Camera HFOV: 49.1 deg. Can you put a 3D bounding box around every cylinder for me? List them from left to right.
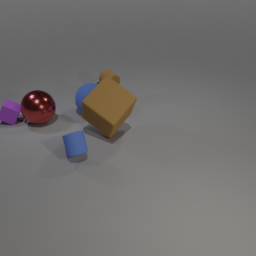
[{"bbox_3d":[-1.726,0.503,9.169,0.700,0.700,0.700,-13,5,1],"label":"cylinder"},{"bbox_3d":[-0.833,-2.201,12.677,0.700,0.700,0.700,-22,45,-34],"label":"cylinder"}]

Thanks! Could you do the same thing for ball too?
[{"bbox_3d":[-3.665,-0.849,11.464,1.400,1.400,1.400,0,29,0],"label":"ball"},{"bbox_3d":[-1.604,-1.256,12.216,1.400,1.400,1.400,0,29,0],"label":"ball"}]

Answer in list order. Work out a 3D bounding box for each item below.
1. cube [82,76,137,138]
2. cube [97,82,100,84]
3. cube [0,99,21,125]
[{"bbox_3d":[-0.723,-0.735,10.265,1.400,1.400,1.400,37,67,5],"label":"cube"},{"bbox_3d":[-1.099,-1.971,14.186,0.700,0.700,0.700,23,36,30],"label":"cube"},{"bbox_3d":[-4.898,-0.661,11.629,0.700,0.700,0.700,23,23,-20],"label":"cube"}]
